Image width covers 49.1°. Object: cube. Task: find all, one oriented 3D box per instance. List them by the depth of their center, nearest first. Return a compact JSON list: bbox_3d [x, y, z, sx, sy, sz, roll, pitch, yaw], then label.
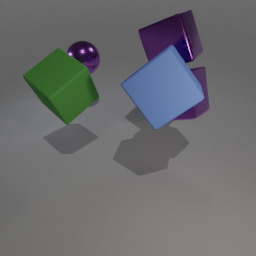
[{"bbox_3d":[0.896,-1.055,7.011,1.400,1.400,1.400,-34,9,21],"label":"cube"},{"bbox_3d":[-1.970,-1.251,8.476,1.400,1.400,1.400,38,73,28],"label":"cube"},{"bbox_3d":[1.556,-1.050,8.591,1.400,1.400,1.400,-2,13,34],"label":"cube"},{"bbox_3d":[1.387,-2.740,8.853,1.400,1.400,1.400,-11,19,32],"label":"cube"}]

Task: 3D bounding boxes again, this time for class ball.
[{"bbox_3d":[-1.850,-2.858,11.524,1.400,1.400,1.400,0,32,0],"label":"ball"}]
